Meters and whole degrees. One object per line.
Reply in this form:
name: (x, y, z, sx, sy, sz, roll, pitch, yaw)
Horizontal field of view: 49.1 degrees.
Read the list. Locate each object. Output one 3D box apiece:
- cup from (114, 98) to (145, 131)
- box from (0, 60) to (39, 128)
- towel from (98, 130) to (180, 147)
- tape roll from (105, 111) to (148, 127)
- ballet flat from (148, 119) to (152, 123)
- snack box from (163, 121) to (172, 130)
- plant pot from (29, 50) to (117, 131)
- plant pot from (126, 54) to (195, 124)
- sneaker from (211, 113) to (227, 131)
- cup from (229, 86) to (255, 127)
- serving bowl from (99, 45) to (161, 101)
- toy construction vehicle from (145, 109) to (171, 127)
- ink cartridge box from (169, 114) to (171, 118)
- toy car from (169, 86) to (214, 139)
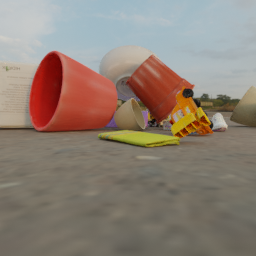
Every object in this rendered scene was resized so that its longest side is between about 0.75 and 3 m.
cup: (-0.001, -0.353, 9.485, 0.796, 1.112, 1.112, -21, -3, 17)
box: (-3.928, -1.245, 11.490, 2.842, 2.434, 2.828, 1, 2, -21)
towel: (0.142, 0.225, 5.761, 0.822, 0.173, 1.911, -8, 7, -31)
tape roll: (-0.174, -0.415, 12.703, 2.164, 0.710, 2.164, 0, 4, 0)
ballet flat: (0.256, -0.671, 16.629, 2.553, 0.805, 0.876, 0, 5, 6)
snack box: (1.984, -0.100, 9.778, 0.915, 0.341, 1.287, -5, 4, -41)
plant pot: (-1.774, -1.034, 9.519, 2.283, 2.580, 2.580, 10, -4, -39)
plant pot: (1.053, -1.485, 10.114, 1.878, 1.931, 1.931, 43, 2, -2)
sneaker: (2.986, -0.192, 9.334, 0.453, 0.602, 1.210, 1, 4, 3)
cup: (5.631, -0.791, 12.529, 1.301, 1.819, 1.819, 35, 17, 20)
serving bowl: (0.122, -2.047, 11.778, 2.818, 0.927, 2.818, 3, -37, 3)
toy construction vehicle: (2.084, -0.557, 12.914, 2.355, 0.953, 2.705, -1, 3, -17)
ink cartridge box: (2.531, -0.482, 15.408, 0.966, 0.545, 1.316, 1, 3, 28)
toy car: (1.270, -0.383, 6.735, 0.992, 1.463, 2.982, -32, -15, 17)
